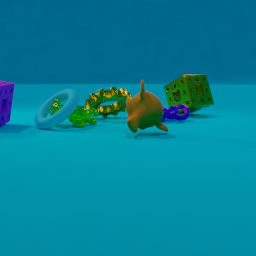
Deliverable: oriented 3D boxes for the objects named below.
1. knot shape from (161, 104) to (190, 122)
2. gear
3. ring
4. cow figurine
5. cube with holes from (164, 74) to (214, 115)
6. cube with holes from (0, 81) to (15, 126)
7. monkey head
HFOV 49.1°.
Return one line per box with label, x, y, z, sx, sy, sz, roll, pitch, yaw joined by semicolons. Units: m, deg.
knot shape;1.535;-0.539;10.127;1.226;0.566;1.147;1;9;31
gear;-0.714;-0.926;10.479;1.751;0.324;1.751;-10;-21;-4
ring;-2.252;-0.627;8.884;1.648;0.330;1.648;-23;36;18
cow figurine;-1.796;-0.491;9.122;1.335;0.745;1.357;21;17;27
cube with holes;2.522;-1.369;11.685;1.297;1.297;1.297;-7;-11;-34
cube with holes;-4.521;-0.827;8.752;1.315;1.315;1.315;11;12;-4
monkey head;0.449;-0.389;7.491;0.980;1.627;1.170;-23;21;19
